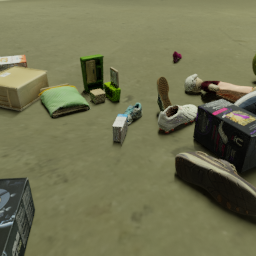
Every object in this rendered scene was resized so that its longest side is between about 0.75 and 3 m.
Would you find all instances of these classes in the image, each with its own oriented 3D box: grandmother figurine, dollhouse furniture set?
[{"bbox_3d":[3.373,-1.463,10.460,2.688,0.814,1.630,16,6,29],"label":"grandmother figurine"},{"bbox_3d":[-1.800,-1.599,10.048,2.667,1.338,1.747,-17,35,-26],"label":"dollhouse furniture set"}]

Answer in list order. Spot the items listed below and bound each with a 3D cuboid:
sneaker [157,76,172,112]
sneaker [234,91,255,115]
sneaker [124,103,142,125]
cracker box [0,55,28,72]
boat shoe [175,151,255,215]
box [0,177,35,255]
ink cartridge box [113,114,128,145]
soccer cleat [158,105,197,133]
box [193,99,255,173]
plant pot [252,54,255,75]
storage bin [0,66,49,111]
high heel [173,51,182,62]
[{"bbox_3d":[1.120,-1.035,9.298,0.413,1.232,0.553,-11,-4,-20],"label":"sneaker"},{"bbox_3d":[4.628,-0.308,8.258,2.710,1.030,1.958,-9,36,-2],"label":"sneaker"},{"bbox_3d":[0.037,-0.485,9.037,0.446,0.496,1.148,21,37,30],"label":"sneaker"},{"bbox_3d":[-5.634,-2.971,13.116,1.698,0.490,1.137,-12,33,-17],"label":"cracker box"},{"bbox_3d":[2.067,1.052,6.234,0.806,0.819,2.198,-24,40,-34],"label":"boat shoe"},{"bbox_3d":[-2.709,1.919,4.661,1.792,0.942,2.188,-2,31,-4],"label":"box"},{"bbox_3d":[-0.239,0.033,8.161,0.303,0.526,0.909,6,32,10],"label":"ink cartridge box"},{"bbox_3d":[1.635,-0.458,8.792,1.824,0.707,0.632,-27,40,-37],"label":"soccer cleat"},{"bbox_3d":[2.742,0.121,7.435,0.973,1.121,1.834,-16,35,-24],"label":"box"},{"bbox_3d":[6.386,-2.587,11.150,2.431,2.431,2.308,-18,23,-26],"label":"plant pot"},{"bbox_3d":[-4.198,-1.542,10.443,1.829,0.863,1.843,11,33,18],"label":"storage bin"},{"bbox_3d":[2.568,-3.811,14.422,0.397,0.567,1.179,10,33,15],"label":"high heel"}]
